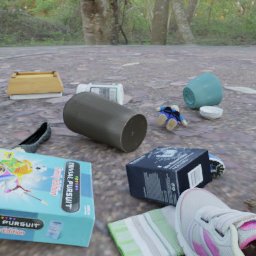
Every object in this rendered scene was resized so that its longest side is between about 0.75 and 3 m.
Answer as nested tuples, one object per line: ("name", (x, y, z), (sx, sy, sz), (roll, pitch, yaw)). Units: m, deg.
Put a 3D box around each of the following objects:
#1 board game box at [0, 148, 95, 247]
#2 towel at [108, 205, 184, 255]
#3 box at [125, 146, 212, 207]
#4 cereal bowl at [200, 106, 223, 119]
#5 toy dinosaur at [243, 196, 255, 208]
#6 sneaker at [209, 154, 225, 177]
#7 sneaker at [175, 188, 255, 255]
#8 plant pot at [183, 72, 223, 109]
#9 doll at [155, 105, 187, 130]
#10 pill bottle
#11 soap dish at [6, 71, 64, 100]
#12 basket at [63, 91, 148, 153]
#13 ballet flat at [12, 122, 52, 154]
("board game box", (-1.936, 1.100, 5.040), (2.553, 0.599, 1.927), (11, 18, -13))
("towel", (0.493, 1.753, 4.719), (1.445, 0.222, 1.078), (-9, 21, -21))
("box", (0.849, 0.934, 5.818), (1.280, 0.751, 1.258), (0, 15, 43))
("cereal bowl", (3.169, -0.550, 10.700), (0.839, 0.350, 0.839), (-1, 20, 0))
("toy dinosaur", (3.198, 0.756, 5.008), (1.114, 2.595, 1.758), (30, 69, 11))
("sneaker", (1.661, 0.821, 6.928), (1.422, 0.559, 0.634), (15, 14, 20))
("sneaker", (1.508, 1.535, 3.716), (1.076, 1.167, 2.646), (-7, 26, -18))
("plant pot", (3.017, -1.450, 11.736), (1.172, 1.460, 1.460), (-22, 27, -18))
("doll", (1.535, -0.415, 9.885), (1.251, 0.444, 1.833), (27, 23, 7))
("pill bottle", (-1.182, -1.389, 11.933), (1.851, 1.047, 1.047), (4, 21, 8))
("soap dish", (-4.626, -2.208, 14.097), (2.648, 1.076, 2.083), (-4, 21, -14))
("basket", (-0.578, -0.165, 8.270), (2.052, 1.396, 1.850), (22, 10, 37))
("ballet flat", (-2.786, 0.355, 7.979), (0.646, 0.553, 1.945), (3, 21, 9))
